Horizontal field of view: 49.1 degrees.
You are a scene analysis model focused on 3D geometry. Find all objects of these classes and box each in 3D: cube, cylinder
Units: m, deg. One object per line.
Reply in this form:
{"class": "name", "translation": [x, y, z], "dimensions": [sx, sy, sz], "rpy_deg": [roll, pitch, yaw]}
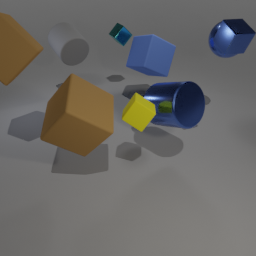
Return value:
{"class": "cube", "translation": [-1.343, -0.310, 7.613], "dimensions": [1.400, 1.400, 1.400], "rpy_deg": [26, 43, -30]}
{"class": "cylinder", "translation": [-2.667, -3.757, 12.552], "dimensions": [1.400, 1.400, 1.400], "rpy_deg": [-20, 54, -29]}
{"class": "cube", "translation": [0.993, -3.151, 12.340], "dimensions": [1.400, 1.400, 1.400], "rpy_deg": [13, 4, -36]}
{"class": "cube", "translation": [-3.515, -2.306, 8.162], "dimensions": [1.400, 1.400, 1.400], "rpy_deg": [-44, 22, 5]}
{"class": "cube", "translation": [-0.362, -4.509, 13.517], "dimensions": [0.700, 0.700, 0.700], "rpy_deg": [33, 10, -43]}
{"class": "cube", "translation": [2.982, -2.574, 7.905], "dimensions": [0.700, 0.700, 0.700], "rpy_deg": [-10, 56, -20]}
{"class": "cube", "translation": [0.306, -0.458, 8.037], "dimensions": [0.700, 0.700, 0.700], "rpy_deg": [32, 23, -12]}
{"class": "cylinder", "translation": [1.418, -0.729, 8.743], "dimensions": [1.400, 1.400, 1.400], "rpy_deg": [-22, 18, -31]}

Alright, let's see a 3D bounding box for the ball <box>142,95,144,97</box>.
{"class": "ball", "translation": [0.676, -0.847, 10.027], "dimensions": [0.700, 0.700, 0.700], "rpy_deg": [0, 32, 0]}

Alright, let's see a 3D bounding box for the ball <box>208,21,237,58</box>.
{"class": "ball", "translation": [3.787, -3.387, 10.671], "dimensions": [1.400, 1.400, 1.400], "rpy_deg": [0, 32, 0]}
